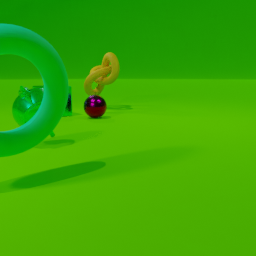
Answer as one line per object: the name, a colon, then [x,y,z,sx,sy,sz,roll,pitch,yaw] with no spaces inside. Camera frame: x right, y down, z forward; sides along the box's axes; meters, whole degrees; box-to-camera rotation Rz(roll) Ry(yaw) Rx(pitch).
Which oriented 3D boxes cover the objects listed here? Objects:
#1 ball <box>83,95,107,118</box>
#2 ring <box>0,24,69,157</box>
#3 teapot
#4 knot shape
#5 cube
ball: [-1.036,-0.679,8.859,0.736,0.736,0.736,0,11,0]
ring: [-1.384,-0.384,3.244,1.556,1.556,0.311,-10,28,-43]
teapot: [-1.687,-0.319,5.160,0.832,1.338,0.655,-35,45,-15]
knot shape: [-1.058,-2.006,11.020,0.872,1.766,1.887,40,-8,-16]
cube: [-2.529,-0.910,9.378,0.995,0.995,0.995,-8,13,-35]
